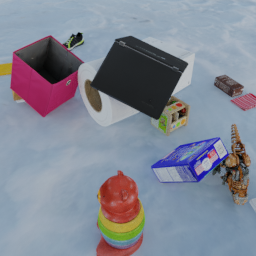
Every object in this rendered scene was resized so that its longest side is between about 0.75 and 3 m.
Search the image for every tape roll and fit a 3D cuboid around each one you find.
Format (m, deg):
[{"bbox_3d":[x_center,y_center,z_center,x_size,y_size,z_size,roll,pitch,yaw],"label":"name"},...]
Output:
[{"bbox_3d":[-0.630,-1.538,11.111,1.769,2.576,2.576,-24,45,-27],"label":"tape roll"}]

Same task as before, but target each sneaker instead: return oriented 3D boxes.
[{"bbox_3d":[-3.479,-5.354,17.125,0.708,0.818,1.975,23,45,25],"label":"sneaker"}]

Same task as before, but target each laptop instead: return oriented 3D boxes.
[{"bbox_3d":[0.533,-1.966,10.075,2.591,1.604,2.768,28,28,6],"label":"laptop"}]

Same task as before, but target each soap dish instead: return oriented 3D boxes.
[{"bbox_3d":[-4.779,-1.976,13.122,1.326,0.684,1.685,-15,43,-17],"label":"soap dish"}]

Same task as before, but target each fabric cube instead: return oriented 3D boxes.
[{"bbox_3d":[-3.380,-2.150,11.728,2.107,2.100,2.067,40,48,5],"label":"fabric cube"}]

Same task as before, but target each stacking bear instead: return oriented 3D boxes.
[{"bbox_3d":[-0.211,2.079,6.929,1.297,2.281,1.385,-2,39,-3],"label":"stacking bear"}]

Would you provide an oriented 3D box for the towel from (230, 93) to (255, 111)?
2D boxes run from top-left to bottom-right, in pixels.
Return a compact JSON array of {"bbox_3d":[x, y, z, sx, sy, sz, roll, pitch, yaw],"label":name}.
[{"bbox_3d":[5.384,-1.197,12.612,1.262,0.142,0.913,-19,42,-21],"label":"towel"}]

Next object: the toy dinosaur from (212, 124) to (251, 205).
[{"bbox_3d":[3.368,1.114,8.611,1.175,1.562,2.301,21,84,4],"label":"toy dinosaur"}]

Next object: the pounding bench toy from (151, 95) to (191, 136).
[{"bbox_3d":[1.544,-0.679,11.308,1.245,0.991,1.596,-27,46,-29],"label":"pounding bench toy"}]

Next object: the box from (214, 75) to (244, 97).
[{"bbox_3d":[4.798,-2.025,13.362,0.648,0.485,1.293,-17,41,-20],"label":"box"}]

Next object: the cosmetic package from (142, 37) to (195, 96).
[{"bbox_3d":[1.116,-2.787,13.285,2.853,1.754,2.844,33,50,32],"label":"cosmetic package"}]

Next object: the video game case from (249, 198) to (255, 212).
[{"bbox_3d":[4.506,2.510,8.072,1.460,0.173,1.329,-7,40,-9],"label":"video game case"}]

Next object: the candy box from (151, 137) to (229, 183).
[{"bbox_3d":[1.867,1.029,8.682,1.557,0.709,1.842,-31,7,-30],"label":"candy box"}]

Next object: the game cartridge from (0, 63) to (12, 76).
[{"bbox_3d":[-6.413,-3.163,14.983,1.238,0.201,1.091,-10,41,-9],"label":"game cartridge"}]
